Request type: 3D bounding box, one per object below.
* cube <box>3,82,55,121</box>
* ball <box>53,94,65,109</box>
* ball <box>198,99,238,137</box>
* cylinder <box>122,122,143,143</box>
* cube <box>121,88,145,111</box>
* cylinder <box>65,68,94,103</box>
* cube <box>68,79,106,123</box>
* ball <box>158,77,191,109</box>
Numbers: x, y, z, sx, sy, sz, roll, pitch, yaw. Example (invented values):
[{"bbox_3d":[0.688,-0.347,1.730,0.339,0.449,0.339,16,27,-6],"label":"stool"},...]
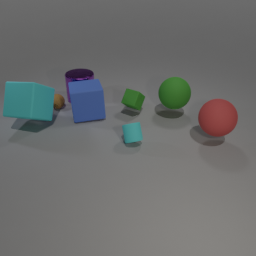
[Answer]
[{"bbox_3d":[-4.040,-1.071,11.504,1.400,1.400,1.400,4,-1,20],"label":"cube"},{"bbox_3d":[-3.350,-1.263,13.256,0.700,0.700,0.700,0,32,0],"label":"ball"},{"bbox_3d":[3.308,-0.381,10.336,1.400,1.400,1.400,0,32,0],"label":"ball"},{"bbox_3d":[0.173,0.178,10.682,0.700,0.700,0.700,-11,-1,0],"label":"cylinder"},{"bbox_3d":[0.240,-1.274,12.542,0.700,0.700,0.700,19,-4,29],"label":"cube"},{"bbox_3d":[-2.353,-2.055,13.883,1.400,1.400,1.400,0,32,0],"label":"cylinder"},{"bbox_3d":[-1.832,-1.240,12.483,1.400,1.400,1.400,-9,30,-10],"label":"cube"},{"bbox_3d":[2.021,-1.509,12.151,1.400,1.400,1.400,0,32,0],"label":"ball"}]
